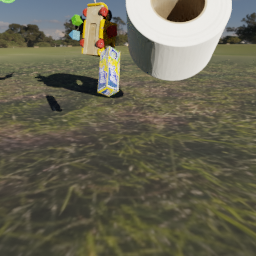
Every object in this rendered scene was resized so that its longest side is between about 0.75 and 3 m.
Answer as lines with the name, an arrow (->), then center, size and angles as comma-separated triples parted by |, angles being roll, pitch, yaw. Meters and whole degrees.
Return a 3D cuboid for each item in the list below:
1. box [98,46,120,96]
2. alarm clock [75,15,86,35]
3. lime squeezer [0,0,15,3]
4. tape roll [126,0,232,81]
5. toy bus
box -> -0.392, -1.175, 5.829 | 0.309, 0.961, 0.337 | 18, -26, -38
alarm clock -> -1.563, -3.553, 10.014 | 0.537, 0.796, 0.265 | -34, 23, 22
lime squeezer -> -3.151, -3.755, 7.473 | 1.001, 0.534, 2.833 | 23, 59, 31
tape roll -> 1.296, -2.950, 7.929 | 2.711, 2.711, 1.861 | 1, -17, 3
toy bus -> -0.861, -3.240, 9.188 | 1.010, 1.844, 1.955 | -5, -28, -49
